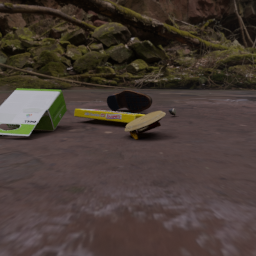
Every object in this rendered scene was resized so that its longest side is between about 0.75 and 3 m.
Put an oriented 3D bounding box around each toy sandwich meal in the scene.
[{"bbox_3d":[0.495,-0.059,7.503,1.303,0.446,1.303,-23,9,4],"label":"toy sandwich meal"}]

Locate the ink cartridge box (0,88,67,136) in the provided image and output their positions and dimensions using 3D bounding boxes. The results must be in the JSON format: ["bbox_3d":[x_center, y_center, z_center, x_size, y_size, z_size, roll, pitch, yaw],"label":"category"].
[{"bbox_3d":[-2.994,-0.251,8.249,1.605,0.823,2.172,3,41,13],"label":"ink cartridge box"}]

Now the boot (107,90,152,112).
[{"bbox_3d":[0.363,-1.445,13.221,1.404,1.082,2.897,-27,22,-36],"label":"boot"}]

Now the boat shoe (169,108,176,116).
[{"bbox_3d":[1.868,-0.682,11.717,0.238,0.275,0.758,3,-6,19],"label":"boat shoe"}]

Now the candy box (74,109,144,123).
[{"bbox_3d":[-0.516,-0.422,9.865,2.542,0.336,1.299,8,3,31],"label":"candy box"}]
